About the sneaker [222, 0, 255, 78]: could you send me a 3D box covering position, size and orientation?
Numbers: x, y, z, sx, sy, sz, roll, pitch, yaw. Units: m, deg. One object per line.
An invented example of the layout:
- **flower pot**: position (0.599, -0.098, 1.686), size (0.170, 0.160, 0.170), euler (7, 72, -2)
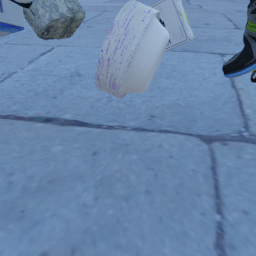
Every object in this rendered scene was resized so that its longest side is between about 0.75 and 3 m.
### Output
- **sneaker**: position (2.519, -1.931, 5.032), size (1.045, 2.521, 0.894), euler (44, 51, 14)

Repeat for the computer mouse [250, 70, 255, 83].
- **computer mouse**: position (4.135, -1.928, 7.216), size (2.024, 0.534, 1.402), euler (-21, 17, 39)

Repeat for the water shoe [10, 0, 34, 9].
- **water shoe**: position (-1.963, -2.525, 5.316), size (1.184, 0.423, 0.467), euler (34, 5, 40)

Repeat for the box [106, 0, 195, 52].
- **box**: position (0.632, -2.740, 8.237), size (2.283, 1.332, 0.686), euler (-19, 11, 31)

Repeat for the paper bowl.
- **paper bowl**: position (0.161, -1.463, 5.630), size (0.969, 1.863, 1.863), euler (24, 35, 4)

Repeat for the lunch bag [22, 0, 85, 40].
- **lunch bag**: position (-2.578, -3.729, 8.605), size (1.942, 1.353, 1.628), euler (55, 38, 1)

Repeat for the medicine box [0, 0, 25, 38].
- **medicine box**: position (-4.106, -2.862, 6.711), size (2.302, 1.185, 2.096), euler (-4, 5, 30)
